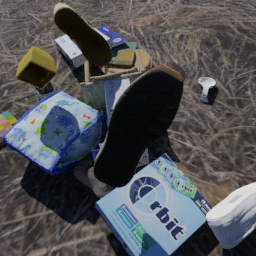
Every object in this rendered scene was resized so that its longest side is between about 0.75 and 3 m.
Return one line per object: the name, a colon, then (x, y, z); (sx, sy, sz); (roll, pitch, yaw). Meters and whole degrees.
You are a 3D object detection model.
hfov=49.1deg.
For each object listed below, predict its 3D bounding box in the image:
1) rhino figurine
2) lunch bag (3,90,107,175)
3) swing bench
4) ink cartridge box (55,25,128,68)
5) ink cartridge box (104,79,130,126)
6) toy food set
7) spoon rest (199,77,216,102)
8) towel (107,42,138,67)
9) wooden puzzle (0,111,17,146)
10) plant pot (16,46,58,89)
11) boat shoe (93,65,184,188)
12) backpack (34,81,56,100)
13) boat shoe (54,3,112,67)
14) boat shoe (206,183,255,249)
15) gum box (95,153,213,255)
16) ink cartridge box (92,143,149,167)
rhino figurine: (-0.693, 1.612, 8.187); (2.139, 0.640, 0.935); (38, 44, 13)
lunch bag: (-2.251, 0.223, 8.881); (2.142, 1.605, 2.519); (27, 43, 23)
swing bench: (-0.435, -1.644, 10.258); (2.206, 1.439, 2.218); (-11, 34, 3)
ink cartridge box: (-1.785, -4.064, 12.987); (2.688, 0.546, 2.682); (-30, 44, -11)
ink cartridge box: (-0.250, -0.347, 9.106); (0.838, 2.024, 1.475); (-6, 47, -6)
toy food set: (-0.037, -2.810, 12.394); (2.444, 0.595, 2.419); (26, 52, 23)
spoon rest: (3.206, -1.676, 11.458); (0.698, 0.426, 1.404); (12, 49, 11)
towel: (-0.340, -3.261, 12.325); (1.349, 0.200, 1.839); (5, 47, 6)
wooden puzzle: (-4.564, 0.042, 10.026); (2.219, 0.156, 1.316); (-35, 56, -28)
plant pot: (-2.685, -1.853, 8.256); (0.876, 0.871, 0.896); (23, 45, -41)
boat shoe: (0.124, -0.047, 5.768); (1.084, 2.864, 1.058); (30, 31, -4)
backpack: (-3.219, -1.402, 11.043); (0.732, 0.639, 0.833); (-24, 43, -22)
boat shoe: (-1.359, -2.930, 8.788); (0.914, 2.470, 0.820); (-34, 50, 10)
boat shoe: (3.279, 2.207, 7.456); (2.871, 1.034, 0.983); (-17, 85, -40)
gum box: (0.740, 2.167, 7.432); (2.472, 0.551, 2.100); (-30, 69, -26)
ink cartridge box: (-0.233, 0.838, 8.665); (1.740, 1.038, 0.365); (-15, 31, -14)
